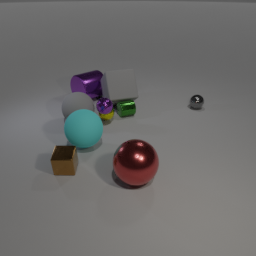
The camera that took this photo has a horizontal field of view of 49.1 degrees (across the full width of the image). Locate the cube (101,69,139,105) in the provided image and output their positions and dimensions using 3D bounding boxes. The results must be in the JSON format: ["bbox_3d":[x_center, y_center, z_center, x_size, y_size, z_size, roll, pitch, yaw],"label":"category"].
[{"bbox_3d":[-0.440,-1.923,13.522,1.400,1.400,1.400,-8,-4,-15],"label":"cube"}]

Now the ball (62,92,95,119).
[{"bbox_3d":[-2.142,-0.848,12.057,1.400,1.400,1.400,0,28,0],"label":"ball"}]

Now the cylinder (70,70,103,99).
[{"bbox_3d":[-2.033,-2.186,14.540,1.400,1.400,1.400,-24,36,-38],"label":"cylinder"}]

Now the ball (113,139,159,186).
[{"bbox_3d":[0.236,1.033,8.463,1.400,1.400,1.400,0,28,0],"label":"ball"}]

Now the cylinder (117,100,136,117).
[{"bbox_3d":[-0.078,-0.905,12.892,0.700,0.700,0.700,-11,30,-19],"label":"cylinder"}]

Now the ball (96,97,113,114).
[{"bbox_3d":[-0.969,-0.916,11.618,0.700,0.700,0.700,0,28,0],"label":"ball"}]

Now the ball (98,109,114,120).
[{"bbox_3d":[-0.948,-0.686,12.300,0.700,0.700,0.700,0,28,0],"label":"ball"}]

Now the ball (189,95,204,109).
[{"bbox_3d":[3.339,-1.271,13.582,0.700,0.700,0.700,0,28,0],"label":"ball"}]

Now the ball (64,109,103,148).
[{"bbox_3d":[-1.610,0.022,10.186,1.400,1.400,1.400,0,28,0],"label":"ball"}]

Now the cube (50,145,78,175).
[{"bbox_3d":[-2.045,1.050,9.094,0.700,0.700,0.700,0,38,1],"label":"cube"}]
